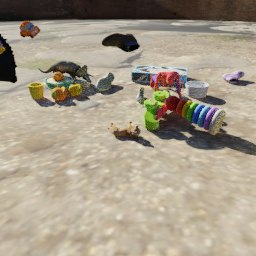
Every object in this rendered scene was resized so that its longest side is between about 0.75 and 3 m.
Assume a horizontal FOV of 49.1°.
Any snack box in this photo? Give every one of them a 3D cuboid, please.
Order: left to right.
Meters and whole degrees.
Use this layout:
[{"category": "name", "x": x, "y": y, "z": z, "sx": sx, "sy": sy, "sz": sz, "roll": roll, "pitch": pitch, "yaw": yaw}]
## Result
[{"category": "snack box", "x": 1.546, "y": -2.583, "z": 13.430, "sx": 2.556, "sy": 0.474, "sz": 1.485, "roll": 5, "pitch": 26, "yaw": 11}]

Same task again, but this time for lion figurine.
[{"category": "lion figurine", "x": -0.126, "y": 0.086, "z": 8.112, "sx": 1.018, "sy": 0.369, "sz": 0.623, "roll": -11, "pitch": 32, "yaw": 9}]

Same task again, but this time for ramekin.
[{"category": "ramekin", "x": 2.764, "y": -1.536, "z": 11.250, "sx": 0.909, "sy": 0.477, "sz": 0.909, "roll": -1, "pitch": 26, "yaw": 0}]

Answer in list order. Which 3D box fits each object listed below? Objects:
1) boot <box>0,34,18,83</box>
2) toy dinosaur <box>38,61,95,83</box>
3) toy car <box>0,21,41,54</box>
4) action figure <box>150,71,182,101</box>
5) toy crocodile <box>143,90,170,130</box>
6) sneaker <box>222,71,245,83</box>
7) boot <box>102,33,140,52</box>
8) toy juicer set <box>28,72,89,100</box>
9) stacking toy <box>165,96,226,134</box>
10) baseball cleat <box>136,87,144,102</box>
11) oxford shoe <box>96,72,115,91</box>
[{"category": "boot", "x": -2.866, "y": -1.049, "z": 5.110, "sx": 2.356, "sy": 0.872, "sz": 1.931, "roll": 56, "pitch": 24, "yaw": 10}, {"category": "toy dinosaur", "x": -2.737, "y": -2.692, "z": 12.587, "sx": 2.417, "sy": 0.930, "sz": 1.236, "roll": 14, "pitch": -7, "yaw": -21}, {"category": "toy car", "x": -1.846, "y": -1.518, "z": 4.646, "sx": 0.376, "sy": 0.255, "sz": 0.767, "roll": 30, "pitch": 67, "yaw": 35}, {"category": "action figure", "x": 1.431, "y": -1.459, "z": 10.813, "sx": 0.937, "sy": 1.421, "sz": 2.871, "roll": -4, "pitch": 4, "yaw": -1}, {"category": "toy crocodile", "x": 1.002, "y": -0.652, "z": 9.126, "sx": 0.677, "sy": 0.740, "sz": 2.192, "roll": 14, "pitch": 31, "yaw": 21}, {"category": "sneaker", "x": 5.066, "y": -2.325, "z": 13.061, "sx": 1.151, "sy": 0.417, "sz": 0.656, "roll": -15, "pitch": 35, "yaw": -14}, {"category": "boot", "x": -0.215, "y": -2.931, "z": 9.679, "sx": 1.314, "sy": 0.491, "sz": 0.637, "roll": -17, "pitch": 52, "yaw": -25}, {"category": "toy juicer set", "x": -2.612, "y": -1.916, "z": 11.700, "sx": 1.812, "sy": 0.775, "sz": 2.849, "roll": 10, "pitch": 27, "yaw": 20}, {"category": "stacking toy", "x": 1.939, "y": -0.503, "z": 8.454, "sx": 1.820, "sy": 0.777, "sz": 0.777, "roll": 28, "pitch": 36, "yaw": 29}, {"category": "baseball cleat", "x": 0.475, "y": -1.317, "z": 10.798, "sx": 0.310, "sy": 0.473, "sz": 0.889, "roll": 5, "pitch": 27, "yaw": -1}, {"category": "oxford shoe", "x": -1.020, "y": -1.968, "z": 12.263, "sx": 0.433, "sy": 0.564, "sz": 1.500, "roll": -33, "pitch": 16, "yaw": 34}]
